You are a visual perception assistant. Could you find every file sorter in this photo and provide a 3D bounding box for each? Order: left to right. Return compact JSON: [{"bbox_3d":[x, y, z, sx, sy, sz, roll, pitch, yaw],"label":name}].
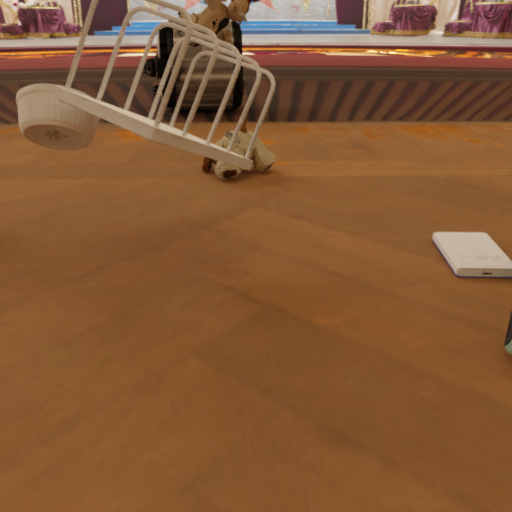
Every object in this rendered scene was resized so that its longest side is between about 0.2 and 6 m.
[{"bbox_3d":[-1.010,-2.231,7.395,1.644,1.475,2.369,27,11,24],"label":"file sorter"}]

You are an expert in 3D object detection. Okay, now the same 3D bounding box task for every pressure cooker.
[{"bbox_3d":[-2.159,-6.392,18.893,3.383,2.976,3.022,-2,69,-4],"label":"pressure cooker"}]

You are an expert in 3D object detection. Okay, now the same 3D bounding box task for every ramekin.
[{"bbox_3d":[-2.695,-1.842,7.639,1.112,0.518,1.112,1,-12,0],"label":"ramekin"}]

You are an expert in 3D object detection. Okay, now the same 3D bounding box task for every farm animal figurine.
[{"bbox_3d":[-0.555,-3.688,8.302,0.766,1.453,1.469,53,22,23],"label":"farm animal figurine"}]

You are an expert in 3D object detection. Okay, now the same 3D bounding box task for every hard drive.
[{"bbox_3d":[3.222,-0.031,8.339,0.853,0.164,1.293,1,25,1],"label":"hard drive"}]

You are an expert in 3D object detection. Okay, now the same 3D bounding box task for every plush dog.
[{"bbox_3d":[-0.538,-2.330,12.443,1.535,1.232,1.318,-20,8,-36],"label":"plush dog"}]

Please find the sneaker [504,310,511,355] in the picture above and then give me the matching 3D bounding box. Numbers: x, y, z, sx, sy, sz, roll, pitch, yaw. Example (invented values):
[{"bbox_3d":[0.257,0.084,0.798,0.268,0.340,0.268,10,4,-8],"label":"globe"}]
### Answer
[{"bbox_3d":[4.136,0.494,6.271,2.006,1.115,2.867,17,39,29],"label":"sneaker"}]
